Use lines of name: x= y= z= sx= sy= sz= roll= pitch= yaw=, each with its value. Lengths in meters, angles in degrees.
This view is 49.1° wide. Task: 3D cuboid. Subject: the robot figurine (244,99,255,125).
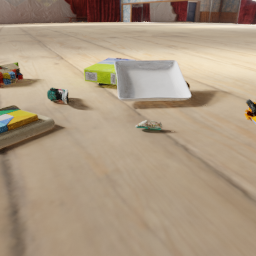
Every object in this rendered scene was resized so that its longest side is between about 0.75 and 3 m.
robot figurine: x=3.641 y=-0.094 z=7.201 sx=1.356 sy=0.544 sz=1.870 roll=32 pitch=20 yaw=-14

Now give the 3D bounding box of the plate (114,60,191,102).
plate: x=0.834 y=-1.765 z=10.622 sx=2.578 sy=0.418 sz=2.584 roll=-3 pitch=44 yaw=-5

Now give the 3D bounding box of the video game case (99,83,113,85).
video game case: x=-0.761 y=-2.165 z=12.559 sx=1.121 sy=0.158 sz=1.240 roll=-2 pitch=25 yaw=-6

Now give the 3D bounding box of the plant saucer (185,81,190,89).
plant saucer: x=1.966 y=-1.573 z=10.995 sx=0.913 sy=0.162 sz=0.913 roll=-4 pitch=47 yaw=4

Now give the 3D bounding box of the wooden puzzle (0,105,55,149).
wooden puzzle: x=-3.500 y=-0.169 z=7.953 sx=2.153 sy=0.401 sz=1.992 roll=19 pitch=31 yaw=35

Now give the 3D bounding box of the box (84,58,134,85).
box: x=-0.719 y=-2.607 z=12.577 sx=1.557 sy=0.609 sz=2.554 roll=9 pitch=27 yaw=18

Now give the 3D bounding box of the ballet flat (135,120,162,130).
ballet flat: x=0.596 y=-0.093 z=7.918 sx=0.763 sy=0.244 sz=0.289 roll=5 pitch=-13 yaw=-2

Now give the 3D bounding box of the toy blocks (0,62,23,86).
toy blocks: x=-5.390 y=-2.325 z=12.301 sx=1.800 sy=0.899 sz=1.230 roll=-24 pitch=45 yaw=-39

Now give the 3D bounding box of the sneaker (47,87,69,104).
sneaker: x=-2.484 y=-1.148 z=9.910 sx=0.736 sy=0.510 sz=1.220 roll=-1 pitch=17 yaw=-15
